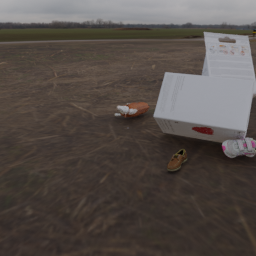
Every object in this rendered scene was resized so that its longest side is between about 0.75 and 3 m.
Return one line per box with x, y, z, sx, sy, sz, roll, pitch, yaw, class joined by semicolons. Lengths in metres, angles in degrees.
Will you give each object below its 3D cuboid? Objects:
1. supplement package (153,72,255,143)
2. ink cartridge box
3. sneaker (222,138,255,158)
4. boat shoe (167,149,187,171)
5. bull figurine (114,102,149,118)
1.970;-0.478;7.261;2.188;1.310;1.326;10;-16;22;supplement package
3.820;-2.378;10.788;2.010;2.498;0.626;0;-17;-14;ink cartridge box
2.654;0.415;6.440;1.071;0.435;0.472;0;-22;-24;sneaker
1.089;0.712;6.316;0.292;0.276;0.812;4;18;30;boat shoe
0.069;-0.605;9.283;1.413;0.460;0.858;-9;9;-43;bull figurine
